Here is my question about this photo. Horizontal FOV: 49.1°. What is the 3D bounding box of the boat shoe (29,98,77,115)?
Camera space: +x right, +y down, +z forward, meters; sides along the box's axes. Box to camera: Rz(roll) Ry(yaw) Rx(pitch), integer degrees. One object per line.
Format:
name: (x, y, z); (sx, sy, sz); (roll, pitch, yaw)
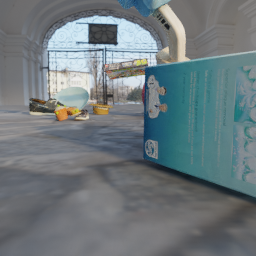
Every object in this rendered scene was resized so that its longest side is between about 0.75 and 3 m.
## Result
boat shoe: (-4.083, -1.166, 15.257); (2.786, 0.942, 1.001); (4, 11, 10)

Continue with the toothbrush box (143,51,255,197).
toothbrush box: (1.821, -0.096, 2.835); (2.135, 1.244, 2.916); (-4, 7, -32)

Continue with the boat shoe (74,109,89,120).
boat shoe: (-1.913, -0.557, 11.605); (0.482, 0.435, 1.341); (1, 6, 6)

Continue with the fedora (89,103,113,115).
fedora: (-1.547, -1.065, 16.009); (1.425, 0.581, 1.425); (7, 7, -1)

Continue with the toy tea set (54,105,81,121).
toy tea set: (-2.566, -0.739, 11.430); (0.987, 0.614, 1.660); (-23, 12, -19)

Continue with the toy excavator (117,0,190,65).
toy excavator: (0.636, -2.776, 6.107); (1.401, 2.804, 2.727); (-33, -9, -19)

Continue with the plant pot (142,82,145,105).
plant pot: (2.235, -1.522, 12.958); (2.452, 2.452, 2.195); (-5, 22, -40)

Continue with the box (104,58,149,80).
box: (-0.012, -2.519, 12.044); (1.859, 0.323, 1.023); (-6, -13, 10)

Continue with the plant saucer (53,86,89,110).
plant saucer: (-3.348, -1.518, 16.466); (2.330, 0.449, 2.330); (-6, 50, 7)
